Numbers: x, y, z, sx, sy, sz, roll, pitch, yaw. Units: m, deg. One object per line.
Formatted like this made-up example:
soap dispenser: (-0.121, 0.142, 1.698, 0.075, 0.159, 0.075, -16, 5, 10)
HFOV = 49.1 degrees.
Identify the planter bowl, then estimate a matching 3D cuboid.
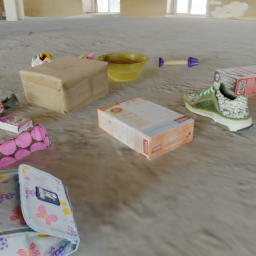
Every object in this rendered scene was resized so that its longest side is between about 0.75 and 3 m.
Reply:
planter bowl: (-0.208, -2.806, 13.190, 2.433, 1.013, 2.433, -1, 27, 0)

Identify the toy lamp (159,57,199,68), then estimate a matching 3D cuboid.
toy lamp: (2.752, -3.602, 15.282, 2.119, 0.617, 0.617, 2, 26, 2)

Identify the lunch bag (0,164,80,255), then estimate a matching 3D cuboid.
lunch bag: (-1.817, 1.414, 4.470, 1.851, 1.177, 1.570, -2, 29, -20)

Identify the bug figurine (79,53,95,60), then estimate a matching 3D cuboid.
bug figurine: (-1.733, -2.672, 12.145, 1.004, 1.294, 0.333, -29, -6, 20)

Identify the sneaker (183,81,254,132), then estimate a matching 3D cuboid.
sneaker: (2.930, -0.990, 9.182, 1.112, 1.282, 2.893, -14, 29, -26)

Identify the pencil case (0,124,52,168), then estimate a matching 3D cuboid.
pencil case: (-2.627, 0.450, 6.605, 1.510, 0.685, 0.708, -23, 32, -6)

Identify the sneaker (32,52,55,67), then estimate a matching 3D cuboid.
sneaker: (-4.232, -3.400, 14.356, 0.992, 1.046, 2.547, -18, 31, -33)

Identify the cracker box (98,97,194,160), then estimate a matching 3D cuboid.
cracker box: (0.446, -0.110, 8.060, 1.618, 0.697, 2.415, -19, 31, -32)

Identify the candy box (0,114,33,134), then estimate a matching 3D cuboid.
candy box: (-3.471, -0.137, 8.607, 0.880, 0.268, 0.600, 13, 28, 24)

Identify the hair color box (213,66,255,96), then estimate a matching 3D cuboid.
hair color box: (5.099, -2.031, 11.840, 2.584, 0.826, 1.433, -9, 28, -20)

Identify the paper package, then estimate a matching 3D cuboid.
paper package: (-2.321, -1.743, 10.618, 2.392, 1.298, 2.509, 18, 34, 31)

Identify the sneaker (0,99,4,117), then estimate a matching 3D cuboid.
sneaker: (-4.892, -0.696, 9.137, 1.489, 0.798, 0.497, -7, 27, -15)

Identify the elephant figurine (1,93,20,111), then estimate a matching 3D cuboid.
elephant figurine: (-4.301, -0.851, 9.916, 0.794, 0.616, 0.562, -21, 75, -17)
